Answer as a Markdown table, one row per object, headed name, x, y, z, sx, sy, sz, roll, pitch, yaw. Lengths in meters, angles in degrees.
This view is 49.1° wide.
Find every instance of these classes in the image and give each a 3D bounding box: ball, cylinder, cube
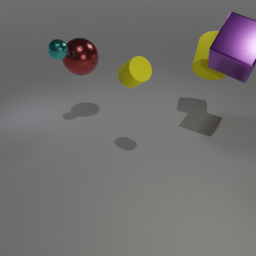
| name | x | y | z | sx | sy | sz | roll | pitch | yaw |
| --- | --- | --- | --- | --- | --- | --- | --- | --- | --- |
| ball | -2.401 | -2.694 | 9.637 | 0.700 | 0.700 | 0.700 | 0 | 30 | 0 |
| cylinder | 3.413 | -2.874 | 11.229 | 1.400 | 1.400 | 1.400 | 11 | 70 | 19 |
| cube | 3.539 | -2.538 | 8.986 | 1.400 | 1.400 | 1.400 | 30 | -3 | 17 |
| ball | -1.823 | -2.724 | 10.737 | 1.400 | 1.400 | 1.400 | 0 | 30 | 0 |
| cylinder | 0.180 | -1.520 | 7.674 | 0.700 | 0.700 | 0.700 | -19 | 2 | -29 |
